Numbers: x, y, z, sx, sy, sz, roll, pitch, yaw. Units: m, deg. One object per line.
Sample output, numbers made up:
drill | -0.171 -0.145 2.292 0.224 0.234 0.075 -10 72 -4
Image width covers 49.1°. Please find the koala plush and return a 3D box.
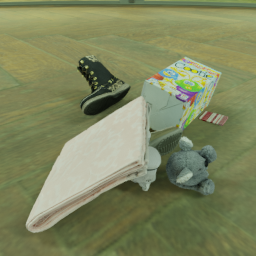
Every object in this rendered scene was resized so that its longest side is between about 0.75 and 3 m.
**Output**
koala plush | 1.215 0.763 5.681 1.070 1.164 1.032 3 74 19

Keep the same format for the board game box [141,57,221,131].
board game box | 1.568 -0.993 8.432 1.324 1.348 2.571 30 41 21

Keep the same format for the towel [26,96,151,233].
towel | -0.650 0.571 5.590 2.525 0.426 2.644 -31 21 19

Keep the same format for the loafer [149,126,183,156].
loafer | 0.551 0.349 6.962 1.944 0.731 0.677 -21 48 -30

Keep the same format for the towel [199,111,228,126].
towel | 2.661 -0.300 8.720 0.764 0.087 0.551 19 38 31

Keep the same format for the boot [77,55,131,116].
boot | -1.137 -1.415 8.972 1.760 0.841 2.331 45 38 9

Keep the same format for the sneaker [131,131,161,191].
sneaker | 0.236 0.613 6.158 0.590 0.902 1.570 -2 33 -16
